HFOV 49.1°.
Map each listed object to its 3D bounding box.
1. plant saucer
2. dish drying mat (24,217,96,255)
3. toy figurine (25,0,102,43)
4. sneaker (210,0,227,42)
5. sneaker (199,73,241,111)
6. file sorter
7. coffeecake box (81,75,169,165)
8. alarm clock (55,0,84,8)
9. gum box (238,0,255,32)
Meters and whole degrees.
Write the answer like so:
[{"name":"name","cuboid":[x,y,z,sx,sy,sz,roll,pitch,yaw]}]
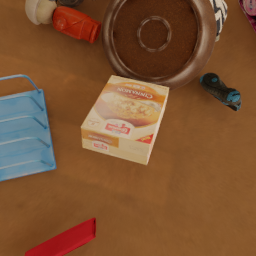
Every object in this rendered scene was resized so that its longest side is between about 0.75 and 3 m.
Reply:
[{"name":"plant saucer","cuboid":[0.655,-2.264,6.790,2.876,0.461,2.876,4,108,13]},{"name":"dish drying mat","cuboid":[-1.518,2.603,6.180,1.840,0.707,0.167,-29,112,4]},{"name":"toy figurine","cuboid":[-1.281,-3.872,6.609,2.037,2.883,2.928,23,79,-3]},{"name":"sneaker","cuboid":[1.668,-2.906,7.000,2.108,0.841,1.372,27,63,-37]},{"name":"sneaker","cuboid":[2.304,-0.902,7.074,0.494,0.553,1.350,-38,49,4]},{"name":"file sorter","cuboid":[-2.715,0.009,6.555,1.479,1.308,2.131,-12,76,-4]},{"name":"coffeecake box","cuboid":[-0.006,-0.260,6.337,1.464,0.697,1.908,14,47,9]},{"name":"alarm clock","cuboid":[-1.702,-3.692,7.701,1.209,0.402,0.815,-22,112,23]},{"name":"gum box","cuboid":[4.201,-2.868,7.441,1.351,0.787,2.381,-23,80,-4]}]
